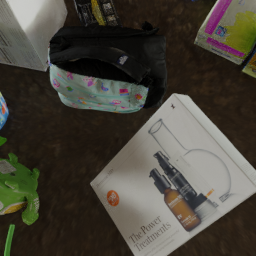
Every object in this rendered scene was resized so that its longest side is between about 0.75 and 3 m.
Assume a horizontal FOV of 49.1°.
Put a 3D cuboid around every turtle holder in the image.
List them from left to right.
[{"bbox_3d":[-2.624,1.410,6.370,1.531,1.163,1.087,27,106,-13],"label":"turtle holder"}]

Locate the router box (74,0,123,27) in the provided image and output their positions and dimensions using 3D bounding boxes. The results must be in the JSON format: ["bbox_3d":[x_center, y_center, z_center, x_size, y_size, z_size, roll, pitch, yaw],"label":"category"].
[{"bbox_3d":[-0.903,-3.392,8.482,1.138,0.378,1.448,-16,71,-6],"label":"router box"}]

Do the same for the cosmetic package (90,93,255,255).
[{"bbox_3d":[0.776,1.123,5.711,2.947,0.762,2.222,-49,63,26],"label":"cosmetic package"}]

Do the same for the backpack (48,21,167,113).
[{"bbox_3d":[-0.541,-1.455,6.988,2.849,1.803,2.378,4,48,-2],"label":"backpack"}]

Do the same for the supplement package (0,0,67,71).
[{"bbox_3d":[-2.855,-3.225,7.111,1.572,2.835,2.208,12,71,4],"label":"supplement package"}]

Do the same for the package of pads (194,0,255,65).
[{"bbox_3d":[3.126,-3.010,8.175,1.590,0.702,2.059,29,73,10],"label":"package of pads"}]

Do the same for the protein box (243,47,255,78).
[{"bbox_3d":[4.286,-2.377,7.307,1.282,1.900,1.887,30,73,10],"label":"protein box"}]

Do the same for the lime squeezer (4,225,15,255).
[{"bbox_3d":[-2.348,3.448,6.001,0.924,0.494,2.617,-32,73,-11],"label":"lime squeezer"}]

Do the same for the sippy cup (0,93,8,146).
[{"bbox_3d":[-3.853,-0.597,6.750,1.890,1.763,2.406,-3,71,-2],"label":"sippy cup"}]
